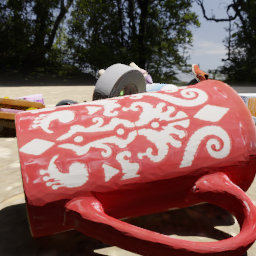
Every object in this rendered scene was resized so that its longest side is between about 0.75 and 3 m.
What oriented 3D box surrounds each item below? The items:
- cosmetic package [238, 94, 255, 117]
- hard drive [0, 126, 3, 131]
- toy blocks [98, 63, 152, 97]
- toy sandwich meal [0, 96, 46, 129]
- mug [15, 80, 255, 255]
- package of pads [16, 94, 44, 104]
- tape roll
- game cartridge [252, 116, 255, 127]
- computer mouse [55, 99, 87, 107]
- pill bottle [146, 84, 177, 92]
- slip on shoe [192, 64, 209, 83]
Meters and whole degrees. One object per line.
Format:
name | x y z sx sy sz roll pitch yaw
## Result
cosmetic package | 5.605 -0.802 11.512 2.363 1.199 0.842 -3 12 -12
hard drive | -5.724 -0.129 10.306 1.598 0.323 2.423 -8 13 -34
toy blocks | -0.077 -1.503 14.451 2.576 2.756 2.320 -22 54 -33
toy sandwich meal | -3.826 -0.624 10.054 2.886 0.988 2.886 9 7 -1
mug | 0.121 0.413 3.633 2.820 1.881 2.503 -7 11 -19
package of pads | -4.256 -0.896 12.347 0.660 1.051 1.745 -6 10 5
tape roll | -0.217 -0.918 8.095 0.582 1.761 1.761 27 25 32
game cartridge | 4.054 -0.250 9.801 1.289 0.402 1.936 15 7 -15
computer mouse | -3.394 -1.545 17.191 2.219 0.511 1.558 -3 12 -17
pill bottle | 1.925 -1.655 15.258 1.452 1.452 2.671 -6 13 -30
slip on shoe | 2.751 -1.873 10.301 0.505 0.417 1.362 15 44 -38
